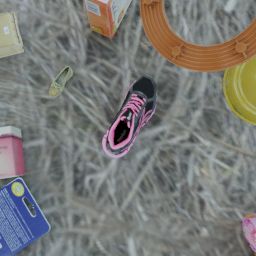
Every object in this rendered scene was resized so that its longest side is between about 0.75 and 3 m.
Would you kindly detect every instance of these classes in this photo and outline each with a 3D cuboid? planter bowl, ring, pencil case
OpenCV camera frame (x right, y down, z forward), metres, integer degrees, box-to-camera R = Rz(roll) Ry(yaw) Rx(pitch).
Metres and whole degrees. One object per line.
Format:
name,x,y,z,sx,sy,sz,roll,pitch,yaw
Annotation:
planter bowl,3.920,-1.266,7.595,2.380,0.991,2.380,0,82,0
ring,1.519,-2.477,5.153,2.849,0.273,2.849,4,100,25
pencil case,4.246,2.435,7.096,2.473,1.081,1.081,-15,83,-3

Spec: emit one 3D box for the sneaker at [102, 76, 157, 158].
sneaker,0.110,-0.355,7.395,0.969,1.170,2.454,25,82,5

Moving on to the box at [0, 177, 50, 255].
box,-3.528,2.693,7.349,2.754,0.446,1.668,-33,84,-3

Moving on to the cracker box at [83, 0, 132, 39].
cracker box,-0.226,-4.040,7.544,0.765,1.777,2.653,26,83,4

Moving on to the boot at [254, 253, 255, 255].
boot,3.773,3.328,7.417,0.880,0.301,0.828,-2,90,7

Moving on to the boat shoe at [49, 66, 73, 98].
boat shoe,-1.922,-1.318,7.936,0.362,0.312,0.992,37,84,4

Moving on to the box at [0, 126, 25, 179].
box,-3.331,0.676,7.471,0.846,0.721,1.323,-9,83,-1

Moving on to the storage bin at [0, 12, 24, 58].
storage bin,-3.605,-2.648,8.024,1.038,0.490,1.046,-15,82,-3
